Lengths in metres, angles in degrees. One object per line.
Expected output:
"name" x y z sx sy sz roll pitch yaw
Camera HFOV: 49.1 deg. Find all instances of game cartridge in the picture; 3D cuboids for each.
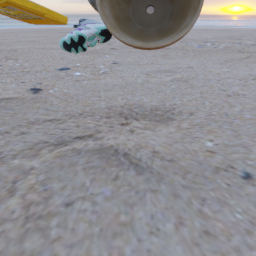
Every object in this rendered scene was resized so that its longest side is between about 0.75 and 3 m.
"game cartridge" -3.123 -3.417 8.189 1.822 0.335 2.067 15 7 34

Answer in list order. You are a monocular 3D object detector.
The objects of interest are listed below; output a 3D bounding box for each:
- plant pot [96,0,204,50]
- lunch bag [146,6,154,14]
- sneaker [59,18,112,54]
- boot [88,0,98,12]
"plant pot" 0.333 -1.935 4.290 1.554 1.554 0.717 2 4 5
"lunch bag" 0.862 -2.985 5.627 0.806 1.709 2.133 30 25 -2
"sneaker" -1.119 -2.201 6.517 1.315 0.511 0.920 -24 51 -28
"boot" -0.108 -3.789 7.157 2.119 0.769 1.927 -13 -4 10
